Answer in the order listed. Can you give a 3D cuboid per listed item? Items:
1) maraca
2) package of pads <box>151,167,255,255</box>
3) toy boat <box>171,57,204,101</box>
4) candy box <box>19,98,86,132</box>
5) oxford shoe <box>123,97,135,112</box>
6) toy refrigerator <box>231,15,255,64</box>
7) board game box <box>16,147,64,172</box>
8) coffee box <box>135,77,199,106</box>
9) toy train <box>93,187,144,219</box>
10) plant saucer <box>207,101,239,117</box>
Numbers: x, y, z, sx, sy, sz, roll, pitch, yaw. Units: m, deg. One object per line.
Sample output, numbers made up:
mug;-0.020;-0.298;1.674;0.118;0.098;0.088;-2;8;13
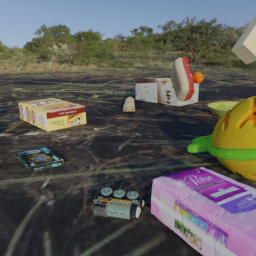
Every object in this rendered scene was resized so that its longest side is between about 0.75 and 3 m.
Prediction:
maraca;2.461;0.187;5.492;2.042;1.594;2.979;-15;4;-23
package of pads;1.199;1.095;3.486;1.066;0.669;1.769;-6;15;-30
toy boat;1.632;-1.337;7.503;0.789;1.207;0.788;-6;-25;-9
candy box;-2.719;-0.538;9.894;1.418;0.680;2.457;-13;20;-38
oxford shoe;0.030;-1.020;12.065;0.542;0.566;1.532;-1;14;-3
toy refrigerator;4.144;-3.001;8.898;0.716;1.887;0.660;38;-12;-9
board game box;-1.964;0.681;6.191;0.711;0.148;1.051;-10;17;-35
coffee box;1.949;-1.940;14.477;1.669;1.164;2.919;-14;20;-43
toy train;-0.157;1.135;4.131;0.768;0.327;0.438;5;27;12
plant saucer;4.419;-0.696;11.188;2.437;0.379;2.437;1;15;0
